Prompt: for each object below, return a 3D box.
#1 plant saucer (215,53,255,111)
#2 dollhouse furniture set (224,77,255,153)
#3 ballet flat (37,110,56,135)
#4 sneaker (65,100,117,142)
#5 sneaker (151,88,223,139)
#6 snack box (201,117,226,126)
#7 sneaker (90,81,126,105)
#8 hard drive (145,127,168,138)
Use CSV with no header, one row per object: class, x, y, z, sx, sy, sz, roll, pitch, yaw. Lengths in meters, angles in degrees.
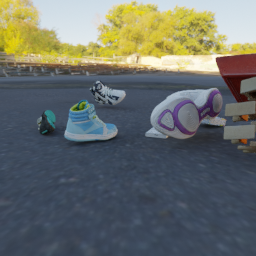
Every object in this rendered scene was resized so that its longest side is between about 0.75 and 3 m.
plant saucer,3.392,-0.815,6.514,2.293,0.421,2.288,9,-26,48
dollhouse furniture set,2.671,-0.237,5.530,0.811,1.557,1.574,-5,-19,45
ballet flat,-2.505,-0.171,8.473,0.502,0.499,1.466,-36,21,0
sneaker,-0.861,-0.222,7.259,1.556,1.016,0.619,-6,20,-43
sneaker,1.387,-0.412,7.526,1.397,1.050,2.806,5,17,43
snack box,2.658,-0.258,9.111,0.795,0.269,0.670,4,7,-34
sneaker,-1.019,-1.635,12.572,1.745,0.696,1.135,4,-32,45
hard drive,0.938,0.113,8.152,0.612,0.124,0.927,5,13,21
